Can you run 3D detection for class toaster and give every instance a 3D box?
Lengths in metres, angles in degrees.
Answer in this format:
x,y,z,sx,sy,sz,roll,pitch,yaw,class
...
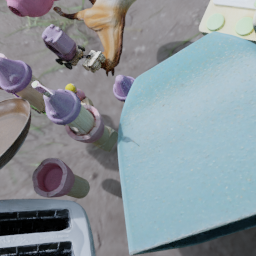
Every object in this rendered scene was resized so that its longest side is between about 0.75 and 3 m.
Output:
x,y,z,sx,sy,sz,roll,pitch,yaw,class
-1.489,1.985,3.704,2.723,1.759,1.548,3,37,-19,toaster

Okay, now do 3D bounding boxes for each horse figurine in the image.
x,y,z,sx,sy,sz,roll,pitch,yaw,class
-0.294,-2.828,5.621,1.983,0.747,2.992,45,109,23,horse figurine

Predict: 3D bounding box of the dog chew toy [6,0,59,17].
x,y,z,sx,sy,sz,roll,pitch,yaw,class
-1.681,-3.523,5.878,1.685,1.685,2.705,24,79,10,dog chew toy

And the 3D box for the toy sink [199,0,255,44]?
x,y,z,sx,sy,sz,roll,pitch,yaw,class
2.061,-1.923,4.643,1.149,2.052,1.337,25,95,35,toy sink

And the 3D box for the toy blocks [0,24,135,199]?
x,y,z,sx,sy,sz,roll,pitch,yaw,class
-1.366,-0.633,4.473,2.507,2.258,2.682,28,80,26,toy blocks

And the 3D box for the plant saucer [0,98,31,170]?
x,y,z,sx,sy,sz,roll,pitch,yaw,class
-1.900,0.218,3.664,1.595,0.256,1.595,-18,38,15,plant saucer

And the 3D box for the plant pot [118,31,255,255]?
x,y,z,sx,sy,sz,roll,pitch,yaw,class
1.323,0.165,4.254,2.543,2.536,2.591,-28,61,22,plant pot
